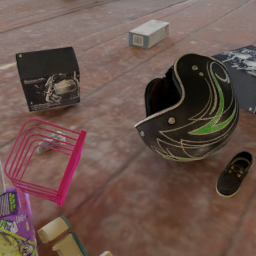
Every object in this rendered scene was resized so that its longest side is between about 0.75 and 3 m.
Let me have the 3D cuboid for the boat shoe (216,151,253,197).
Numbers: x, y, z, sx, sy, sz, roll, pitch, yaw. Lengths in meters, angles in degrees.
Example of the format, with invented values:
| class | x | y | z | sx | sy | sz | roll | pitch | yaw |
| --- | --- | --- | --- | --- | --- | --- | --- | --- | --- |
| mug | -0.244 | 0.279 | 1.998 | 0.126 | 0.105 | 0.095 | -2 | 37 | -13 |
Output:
| class | x | y | z | sx | sy | sz | roll | pitch | yaw |
| --- | --- | --- | --- | --- | --- | --- | --- | --- | --- |
| boat shoe | 2.626 | 1.101 | 6.916 | 0.549 | 0.470 | 1.501 | 27 | 46 | 30 |

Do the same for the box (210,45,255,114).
| class | x | y | z | sx | sy | sz | roll | pitch | yaw |
| --- | --- | --- | --- | --- | --- | --- | --- | --- | --- |
| box | 4.493 | -1.852 | 10.110 | 2.196 | 1.255 | 2.411 | -21 | 42 | -23 |

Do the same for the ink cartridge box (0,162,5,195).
| class | x | y | z | sx | sy | sz | roll | pitch | yaw |
| --- | --- | --- | --- | --- | --- | --- | --- | --- | --- |
| ink cartridge box | -4.114 | 0.301 | 6.280 | 2.813 | 2.037 | 1.181 | 20 | 30 | 35 |

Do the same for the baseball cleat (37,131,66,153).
| class | x | y | z | sx | sy | sz | roll | pitch | yaw |
| --- | --- | --- | --- | --- | --- | --- | --- | --- | --- |
| baseball cleat | -2.098 | 0.408 | 7.917 | 0.509 | 0.334 | 0.956 | 16 | 41 | 20 |

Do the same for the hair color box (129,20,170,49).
| class | x | y | z | sx | sy | sz | roll | pitch | yaw |
| --- | --- | --- | --- | --- | --- | --- | --- | --- | --- |
| hair color box | 1.145 | -4.925 | 14.595 | 1.173 | 0.718 | 2.370 | 22 | 43 | 26 |

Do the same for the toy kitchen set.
| class | x | y | z | sx | sy | sz | roll | pitch | yaw |
| --- | --- | --- | --- | --- | --- | --- | --- | --- | --- |
| toy kitchen set | -1.009 | 2.311 | 5.375 | 0.798 | 1.085 | 1.354 | -28 | 82 | -31 |

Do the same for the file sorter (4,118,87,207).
| class | x | y | z | sx | sy | sz | roll | pitch | yaw |
| --- | --- | --- | --- | --- | --- | --- | --- | --- | --- |
| file sorter | -1.648 | 0.736 | 5.695 | 1.139 | 1.816 | 1.262 | 20 | 66 | -6 |

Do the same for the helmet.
| class | x | y | z | sx | sy | sz | roll | pitch | yaw |
| --- | --- | --- | --- | --- | --- | --- | --- | --- | --- |
| helmet | 1.499 | -0.359 | 7.171 | 2.581 | 2.581 | 2.460 | 5 | 74 | 7 |

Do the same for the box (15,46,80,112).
| class | x | y | z | sx | sy | sz | roll | pitch | yaw |
| --- | --- | --- | --- | --- | --- | --- | --- | --- | --- |
| box | -2.532 | -1.564 | 9.128 | 1.780 | 1.750 | 1.103 | -13 | 62 | -15 |

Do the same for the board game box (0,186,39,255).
| class | x | y | z | sx | sy | sz | roll | pitch | yaw |
| --- | --- | --- | --- | --- | --- | --- | --- | --- | --- |
| board game box | -2.584 | 2.212 | 5.577 | 1.382 | 0.372 | 2.303 | -17 | 40 | -15 |
